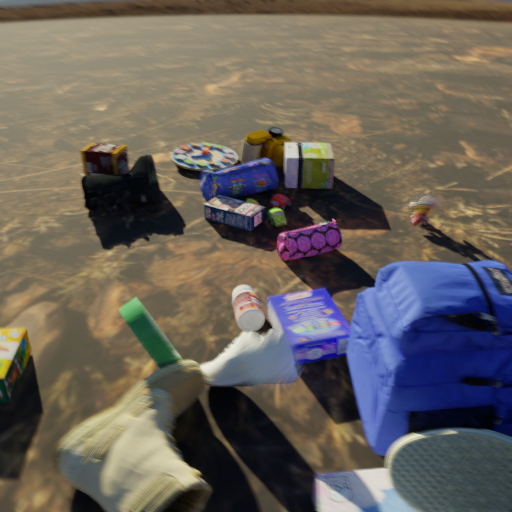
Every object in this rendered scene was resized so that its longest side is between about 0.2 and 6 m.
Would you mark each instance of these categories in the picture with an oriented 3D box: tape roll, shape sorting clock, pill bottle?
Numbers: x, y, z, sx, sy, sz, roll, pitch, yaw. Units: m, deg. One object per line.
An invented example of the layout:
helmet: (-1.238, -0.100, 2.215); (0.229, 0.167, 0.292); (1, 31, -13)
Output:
tape roll: (-1.459, 1.199, 8.010); (0.311, 1.294, 1.294); (-36, 40, -12)
shape sorting clock: (-1.496, -2.886, 16.170); (1.923, 0.377, 1.923); (0, 30, 0)
pill bottle: (-0.159, 0.875, 9.540); (0.464, 0.464, 0.847); (-5, 30, -9)

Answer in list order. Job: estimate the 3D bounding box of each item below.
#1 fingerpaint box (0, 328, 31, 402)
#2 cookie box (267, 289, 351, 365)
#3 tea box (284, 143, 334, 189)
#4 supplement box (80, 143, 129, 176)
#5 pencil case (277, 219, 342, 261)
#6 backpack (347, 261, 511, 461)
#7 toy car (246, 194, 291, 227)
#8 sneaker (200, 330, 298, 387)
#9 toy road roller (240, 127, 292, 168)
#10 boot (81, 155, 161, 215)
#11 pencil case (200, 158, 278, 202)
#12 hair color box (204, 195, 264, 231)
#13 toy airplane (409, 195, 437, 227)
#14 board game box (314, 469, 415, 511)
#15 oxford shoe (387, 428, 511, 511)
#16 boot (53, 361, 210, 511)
fingerpaint box: (-4.168, 1.608, 8.221); (1.360, 0.499, 1.135); (-2, 31, -4)
cookie box: (0.857, 1.117, 9.064); (1.062, 0.466, 1.241); (-8, 34, -14)
tea box: (1.382, -2.397, 14.826); (1.263, 0.858, 1.284); (2, 30, 1)
supplement box: (-3.927, -2.367, 14.660); (0.996, 0.982, 0.661); (7, 31, 12)
pencil case: (1.079, -0.324, 11.472); (1.326, 0.621, 0.602); (-15, 32, -23)
backpack: (2.768, 1.276, 7.114); (2.714, 2.278, 2.206); (2, 37, -3)
toy car: (0.354, -1.079, 13.089); (1.396, 0.311, 1.314); (-11, 32, -18)
sneaker: (-0.147, 1.444, 7.727); (1.788, 0.716, 0.629); (-18, -19, 41)
toy road roller: (0.402, -2.922, 15.740); (1.510, 0.928, 1.102); (-23, 49, -35)
boot: (-3.382, -1.829, 13.924); (1.822, 0.823, 2.224); (-7, 35, -13)
pencil case: (-0.398, -1.910, 13.991); (2.011, 0.874, 0.785); (-15, 55, -22)
hair color box: (-0.507, -0.994, 12.871); (1.271, 0.385, 0.636); (16, 34, 26)
toy airplane: (3.717, -1.090, 12.576); (0.534, 0.757, 0.754); (27, 27, 14)
board game box: (1.993, 3.173, 5.462); (2.437, 0.529, 2.425); (-3, 29, -6)
oxford shoe: (2.762, 2.315, 5.737); (2.776, 1.044, 0.802); (-2, -14, 11)
boot: (-1.062, 2.280, 6.753); (1.697, 0.794, 2.183); (25, 39, 37)
